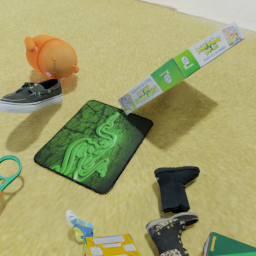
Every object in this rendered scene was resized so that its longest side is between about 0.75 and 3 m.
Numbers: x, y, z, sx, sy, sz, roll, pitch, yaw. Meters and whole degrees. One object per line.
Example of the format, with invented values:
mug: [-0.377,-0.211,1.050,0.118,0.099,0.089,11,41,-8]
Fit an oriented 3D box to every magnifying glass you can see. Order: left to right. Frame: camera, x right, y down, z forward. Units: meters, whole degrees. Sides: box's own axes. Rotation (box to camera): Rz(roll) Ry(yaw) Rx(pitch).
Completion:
magnifying glass: [-2.843,1.263,6.274,0.587,0.165,1.475,15,56,-7]

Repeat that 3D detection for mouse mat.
mouse mat: [-0.873,0.323,7.912,2.361,0.110,2.934,20,50,19]

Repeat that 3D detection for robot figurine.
robot figurine: [-2.578,-2.376,9.370,1.335,1.647,2.290,-37,41,-21]

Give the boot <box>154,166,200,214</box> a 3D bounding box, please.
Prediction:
boot: [1.252,1.447,6.537,1.256,0.480,1.055,2,57,-23]

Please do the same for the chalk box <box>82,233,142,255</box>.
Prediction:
chalk box: [-0.317,2.684,4.742,0.888,1.422,0.882,4,12,-20]

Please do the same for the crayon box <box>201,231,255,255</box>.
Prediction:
crayon box: [2.140,3.427,4.190,2.473,0.836,2.867,16,50,14]

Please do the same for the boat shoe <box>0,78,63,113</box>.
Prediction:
boat shoe: [-2.695,-0.961,7.913,0.894,0.737,2.605,10,16,13]

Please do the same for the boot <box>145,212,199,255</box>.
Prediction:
boot: [1.028,2.230,5.693,1.171,0.428,0.882,-5,43,-16]

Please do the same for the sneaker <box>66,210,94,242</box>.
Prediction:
sneaker: [-0.952,1.969,5.760,0.427,0.813,0.308,-19,27,2]

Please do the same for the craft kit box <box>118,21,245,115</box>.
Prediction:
craft kit box: [1.433,-1.649,8.087,2.829,2.864,0.695,-39,96,-32]
